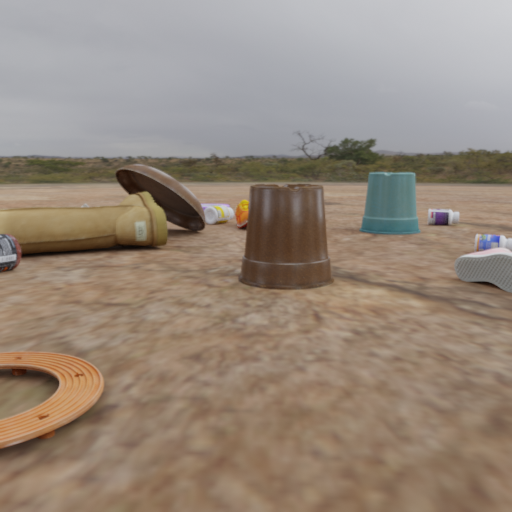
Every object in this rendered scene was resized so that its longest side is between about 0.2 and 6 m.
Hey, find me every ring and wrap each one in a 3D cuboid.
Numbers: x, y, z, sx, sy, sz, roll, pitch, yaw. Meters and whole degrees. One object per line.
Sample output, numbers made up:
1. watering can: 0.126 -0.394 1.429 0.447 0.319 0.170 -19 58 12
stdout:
1. ring: -1.819 0.946 3.625 1.612 0.155 1.612 -1 10 0

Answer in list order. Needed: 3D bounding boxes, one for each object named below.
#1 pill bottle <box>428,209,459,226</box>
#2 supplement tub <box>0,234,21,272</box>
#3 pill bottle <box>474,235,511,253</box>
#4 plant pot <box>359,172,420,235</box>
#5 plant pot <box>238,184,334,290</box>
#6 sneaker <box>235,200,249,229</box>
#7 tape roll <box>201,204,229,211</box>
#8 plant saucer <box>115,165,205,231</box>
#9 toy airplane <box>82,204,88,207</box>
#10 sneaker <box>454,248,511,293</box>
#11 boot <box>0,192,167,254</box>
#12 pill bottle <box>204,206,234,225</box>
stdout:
1. pill bottle: 4.865 -0.996 14.562 0.755 0.421 0.421 4 10 17
2. supplement tub: -3.988 0.005 8.046 0.567 0.567 1.061 6 11 31
3. pill bottle: 4.219 -0.196 9.932 0.619 0.347 0.347 4 10 25
4. plant pot: 3.180 -1.266 13.224 1.427 1.398 1.427 1 9 0
5. plant pot: 0.417 -0.310 7.651 1.335 1.322 1.335 0 10 0
6. sneaker: -0.274 -1.051 13.985 0.627 0.663 1.719 -15 9 -11
7. tape roll: -1.394 -1.295 16.478 1.207 0.396 1.207 0 10 0
8. plant saucer: -2.101 -1.367 12.736 2.345 0.376 2.345 26 -17 8
9. toy airplane: -3.796 -0.826 13.005 0.832 0.587 0.828 6 26 -49
10. sneaker: 3.317 0.148 7.323 0.694 0.500 1.328 -10 8 -23
11. boot: -3.460 -0.659 10.747 3.048 1.008 2.669 -5 9 -21
12. pill bottle: -0.987 -1.101 15.026 0.482 0.482 0.861 6 10 33
